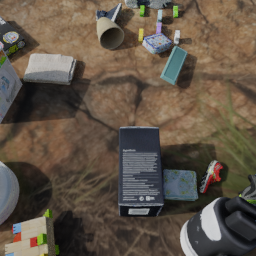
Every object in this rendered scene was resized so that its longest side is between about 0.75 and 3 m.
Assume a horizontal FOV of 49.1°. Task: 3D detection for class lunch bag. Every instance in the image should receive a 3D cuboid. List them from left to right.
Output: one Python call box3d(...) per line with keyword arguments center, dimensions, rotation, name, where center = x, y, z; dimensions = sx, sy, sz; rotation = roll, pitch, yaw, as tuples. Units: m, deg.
box3d(center=(1.276, -3.836, 12.620), dimensions=(1.203, 0.454, 0.964), rotation=(-25, 63, -31), name="lunch bag")

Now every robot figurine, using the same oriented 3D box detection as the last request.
box3d(center=(2.656, 3.027, 8.082), dimensions=(1.909, 2.541, 1.585), rotation=(-7, 55, -42), name="robot figurine")

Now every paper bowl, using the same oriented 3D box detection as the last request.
box3d(center=(-5.023, 2.126, 9.226), dimensions=(2.477, 1.288, 2.477), rotation=(0, 64, -1), name="paper bowl")

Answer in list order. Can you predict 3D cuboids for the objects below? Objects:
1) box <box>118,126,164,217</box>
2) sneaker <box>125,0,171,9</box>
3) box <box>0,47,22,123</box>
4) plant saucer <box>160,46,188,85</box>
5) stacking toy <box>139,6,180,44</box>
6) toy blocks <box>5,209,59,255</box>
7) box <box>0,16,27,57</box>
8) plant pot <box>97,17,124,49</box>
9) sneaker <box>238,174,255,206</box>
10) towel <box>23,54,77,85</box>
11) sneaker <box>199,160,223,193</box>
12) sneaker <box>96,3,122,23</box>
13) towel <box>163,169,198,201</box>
box3d(center=(0.350, 1.470, 9.212), dimensions=(1.330, 1.887, 2.550), rotation=(0, 64, -1), name="box")
box3d(center=(1.010, -6.831, 14.033), dimensions=(2.291, 0.914, 1.491), rotation=(-2, 71, 10), name="sneaker")
box3d(center=(-5.300, -1.648, 10.571), dimensions=(1.128, 2.332, 2.058), rotation=(15, 63, 7), name="box")
box3d(center=(2.001, -2.711, 11.876), dimensions=(0.684, 0.186, 1.958), rotation=(28, 61, -4), name="plant saucer")
box3d(center=(1.472, -5.015, 13.308), dimensions=(1.868, 0.582, 2.477), rotation=(4, 62, 2), name="stacking toy")
box3d(center=(-3.059, 3.759, 8.635), dimensions=(1.484, 1.085, 2.171), rotation=(-16, 62, 4), name="toy blocks")
box3d(center=(-6.077, -4.104, 12.869), dimensions=(1.804, 0.498, 2.251), rotation=(-40, 69, -18), name="box")
box3d(center=(-0.945, -4.446, 12.739), dimensions=(1.166, 1.166, 1.245), rotation=(-20, 59, -10), name="plant pot")
box3d(center=(4.114, 2.533, 9.407), dimensions=(0.894, 0.765, 2.159), rotation=(14, 62, 28), name="sneaker")
box3d(center=(-3.361, -2.558, 12.118), dimensions=(2.133, 0.368, 1.413), rotation=(4, 62, 4), name="towel")
box3d(center=(2.968, 1.757, 9.865), dimensions=(0.559, 0.507, 1.316), rotation=(33, 69, 2), name="sneaker")
box3d(center=(-0.961, -5.627, 13.614), dimensions=(1.097, 0.577, 1.518), rotation=(20, 66, 7), name="sneaker")
box3d(center=(1.837, 2.002, 9.853), dimensions=(1.206, 0.290, 1.032), rotation=(3, 60, 2), name="towel")
